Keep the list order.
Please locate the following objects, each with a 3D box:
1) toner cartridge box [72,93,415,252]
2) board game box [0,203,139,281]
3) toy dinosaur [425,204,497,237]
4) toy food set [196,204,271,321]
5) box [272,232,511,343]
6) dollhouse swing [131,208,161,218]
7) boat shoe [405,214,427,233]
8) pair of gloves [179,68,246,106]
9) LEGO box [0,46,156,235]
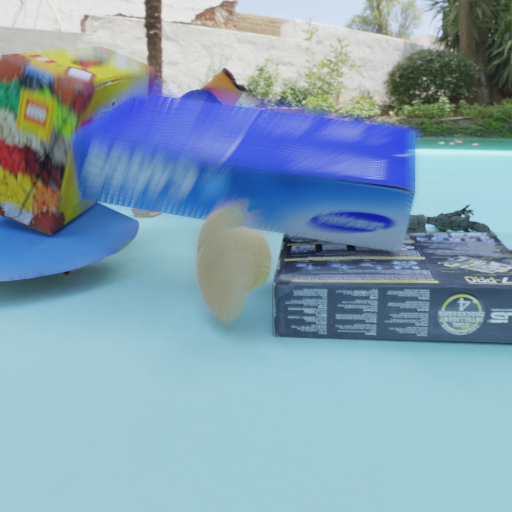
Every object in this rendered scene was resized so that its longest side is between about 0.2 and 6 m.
[{"bbox_3d":[-0.064,-1.348,8.193,4.534,0.979,2.153,10,36,9],"label":"toner cartridge box"},{"bbox_3d":[-4.360,-0.259,9.771,4.608,0.897,3.640,24,28,32],"label":"board game box"},{"bbox_3d":[4.383,-0.804,12.952,2.424,0.575,1.068,6,21,37],"label":"toy dinosaur"},{"bbox_3d":[-0.344,0.064,6.766,0.344,1.415,1.400,-3,43,-28],"label":"toy food set"},{"bbox_3d":[1.927,0.299,7.730,3.281,0.806,2.645,0,14,5],"label":"box"},{"bbox_3d":[-2.972,-1.403,15.062,0.672,0.650,0.740,4,13,15],"label":"dollhouse swing"},{"bbox_3d":[2.529,-0.631,11.453,1.043,0.873,2.920,-5,15,-19],"label":"boat shoe"},{"bbox_3d":[-0.779,-2.640,13.574,2.795,3.138,0.388,-35,28,27],"label":"pair of gloves"},{"bbox_3d":[-3.210,-2.232,10.016,1.315,2.537,3.407,22,24,0],"label":"LEGO box"}]
